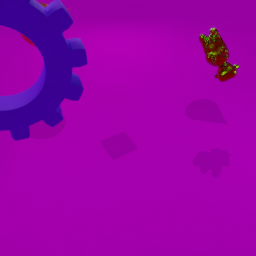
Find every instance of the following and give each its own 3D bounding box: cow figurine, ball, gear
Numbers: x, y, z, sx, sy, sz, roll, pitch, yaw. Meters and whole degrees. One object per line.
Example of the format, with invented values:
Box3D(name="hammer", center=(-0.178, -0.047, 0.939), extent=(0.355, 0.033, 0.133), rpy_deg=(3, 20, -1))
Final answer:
Box3D(name="cow figurine", center=(2.207, -1.721, 6.784), extent=(0.647, 1.159, 1.178), rpy_deg=(-25, 73, 25))
Box3D(name="ball", center=(-2.457, -2.871, 7.861), extent=(1.209, 1.209, 1.209), rpy_deg=(0, 38, 0))
Box3D(name="gear", center=(-1.446, -0.705, 3.123), extent=(1.917, 1.917, 0.355), rpy_deg=(-11, 40, -14))

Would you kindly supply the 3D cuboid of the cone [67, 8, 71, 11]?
Box3D(name="cone", center=(-2.243, -3.608, 9.086), extent=(0.951, 0.947, 0.947), rpy_deg=(-30, 38, 12))
